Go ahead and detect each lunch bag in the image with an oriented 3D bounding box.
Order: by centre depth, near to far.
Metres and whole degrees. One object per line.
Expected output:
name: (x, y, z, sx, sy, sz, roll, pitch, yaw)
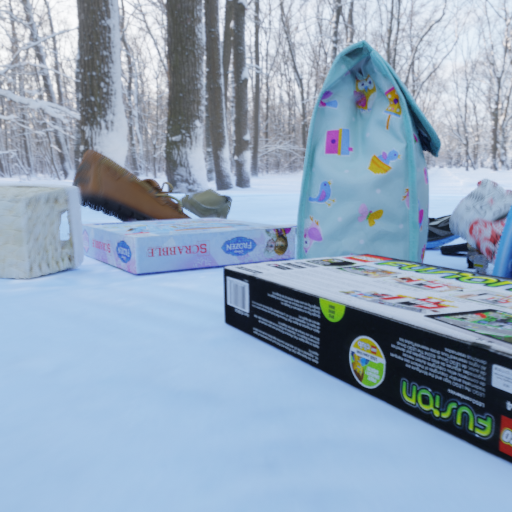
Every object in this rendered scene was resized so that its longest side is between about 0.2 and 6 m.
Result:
lunch bag: (1.542, -1.165, 7.564, 1.791, 2.937, 2.502, 2, 7, 18)

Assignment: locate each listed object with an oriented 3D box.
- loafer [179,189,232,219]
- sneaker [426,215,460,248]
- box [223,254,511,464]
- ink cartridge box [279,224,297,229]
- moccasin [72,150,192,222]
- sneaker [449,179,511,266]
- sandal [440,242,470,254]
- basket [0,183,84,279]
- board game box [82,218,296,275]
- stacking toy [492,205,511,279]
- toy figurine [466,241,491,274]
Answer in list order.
loafer: (-1.466, -1.582, 16.539, 0.902, 0.800, 2.371, 31, 11, 19)
sneaker: (2.823, -0.699, 10.908, 2.630, 1.090, 0.933, 2, 10, 13)
box: (1.256, 0.493, 4.228, 1.786, 0.563, 3.245, -5, 9, -29)
ink cartridge box: (0.918, -0.664, 13.915, 0.900, 0.214, 0.911, 9, 12, 38)
moccasin: (-2.253, -1.120, 11.193, 1.138, 1.201, 3.111, -7, -22, 41)
sneaker: (3.444, -0.478, 7.050, 2.521, 0.842, 1.351, -16, 49, -42)
sandal: (4.228, -0.113, 9.387, 2.217, 0.500, 0.833, -12, -7, 39)
basket: (-3.606, -0.379, 8.042, 1.861, 1.261, 1.148, 3, 11, 17)
board game box: (-1.246, -0.253, 9.550, 2.782, 0.572, 2.775, -5, 9, -31)
stacking toy: (3.206, 0.277, 4.413, 1.409, 1.333, 2.428, 0, 19, -23)
toy figurine: (3.447, -0.013, 8.161, 0.701, 0.495, 0.712, 1, 8, 9)
